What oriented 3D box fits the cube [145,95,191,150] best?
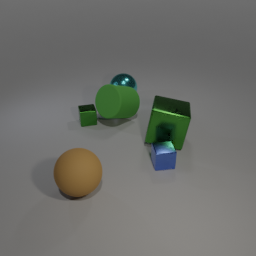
[{"bbox_3d":[1.514,-0.233,10.600,1.400,1.400,1.400,12,29,4],"label":"cube"}]

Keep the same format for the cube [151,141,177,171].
[{"bbox_3d":[1.201,0.944,9.516,0.700,0.700,0.700,-4,31,-7],"label":"cube"}]

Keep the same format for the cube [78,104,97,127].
[{"bbox_3d":[-1.742,-0.551,12.080,0.700,0.700,0.700,-8,31,-13],"label":"cube"}]

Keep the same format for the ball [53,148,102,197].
[{"bbox_3d":[-1.445,1.278,8.146,1.400,1.400,1.400,0,30,0],"label":"ball"}]

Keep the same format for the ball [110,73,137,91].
[{"bbox_3d":[-0.234,-2.004,13.888,1.400,1.400,1.400,0,30,0],"label":"ball"}]

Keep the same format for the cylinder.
[{"bbox_3d":[-0.435,-1.112,11.951,1.400,1.400,1.400,22,15,33],"label":"cylinder"}]
